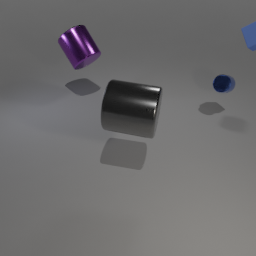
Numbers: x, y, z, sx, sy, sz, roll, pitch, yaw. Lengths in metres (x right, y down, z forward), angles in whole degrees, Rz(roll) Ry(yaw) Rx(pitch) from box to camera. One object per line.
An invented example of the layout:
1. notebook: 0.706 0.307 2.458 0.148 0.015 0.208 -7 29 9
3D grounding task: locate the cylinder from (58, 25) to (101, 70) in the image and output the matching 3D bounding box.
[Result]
1. cylinder: -2.110 -3.508 12.262 1.400 1.400 1.400 -31 3 2

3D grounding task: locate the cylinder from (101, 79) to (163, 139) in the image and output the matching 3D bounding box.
1. cylinder: 0.125 -0.515 7.556 1.400 1.400 1.400 10 35 9

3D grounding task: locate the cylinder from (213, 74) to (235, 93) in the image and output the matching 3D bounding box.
1. cylinder: 3.781 -1.734 11.011 0.700 0.700 0.700 23 18 30

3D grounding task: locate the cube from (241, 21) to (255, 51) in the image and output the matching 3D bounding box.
1. cube: 4.220 -3.017 9.112 0.700 0.700 0.700 -20 -8 36
